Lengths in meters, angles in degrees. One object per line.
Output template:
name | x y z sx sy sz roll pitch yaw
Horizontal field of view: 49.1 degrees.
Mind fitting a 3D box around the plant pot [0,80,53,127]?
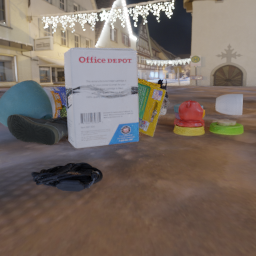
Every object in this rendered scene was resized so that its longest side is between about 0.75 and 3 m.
plant pot | -3.624 -0.572 10.486 1.362 2.023 2.023 39 24 14

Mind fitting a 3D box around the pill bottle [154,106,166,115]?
pill bottle | 1.510 -0.960 15.023 1.010 0.578 0.578 8 14 36

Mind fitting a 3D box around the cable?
cable | -1.290 0.956 5.909 1.464 0.372 1.194 0 11 5

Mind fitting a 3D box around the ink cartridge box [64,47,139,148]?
ink cartridge box | -0.845 -0.992 8.970 2.122 2.934 1.236 -5 10 -22

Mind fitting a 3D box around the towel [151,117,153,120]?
towel | 0.482 -0.496 13.747 1.456 0.218 1.066 2 10 0

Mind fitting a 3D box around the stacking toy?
stacking toy | 3.171 -0.588 11.444 2.674 1.248 2.954 1 12 5

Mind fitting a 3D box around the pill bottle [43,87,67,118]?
pill bottle | -2.724 -1.115 13.090 1.647 1.647 2.938 11 15 43

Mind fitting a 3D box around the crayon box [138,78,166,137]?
crayon box | -0.003 -1.007 10.348 2.822 1.774 0.728 22 20 21

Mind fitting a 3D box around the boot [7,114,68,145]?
boot | -2.620 -0.158 10.128 2.321 0.926 2.553 19 24 18

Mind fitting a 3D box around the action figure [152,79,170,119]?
action figure | 1.110 -1.152 12.808 2.742 1.399 1.629 -37 -12 -26

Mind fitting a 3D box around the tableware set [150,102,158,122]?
tableware set | 0.638 -0.743 10.851 1.074 1.595 0.245 20 33 -6

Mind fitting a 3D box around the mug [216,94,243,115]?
mug | 5.587 -1.225 15.444 1.347 1.135 1.537 3 -17 23
